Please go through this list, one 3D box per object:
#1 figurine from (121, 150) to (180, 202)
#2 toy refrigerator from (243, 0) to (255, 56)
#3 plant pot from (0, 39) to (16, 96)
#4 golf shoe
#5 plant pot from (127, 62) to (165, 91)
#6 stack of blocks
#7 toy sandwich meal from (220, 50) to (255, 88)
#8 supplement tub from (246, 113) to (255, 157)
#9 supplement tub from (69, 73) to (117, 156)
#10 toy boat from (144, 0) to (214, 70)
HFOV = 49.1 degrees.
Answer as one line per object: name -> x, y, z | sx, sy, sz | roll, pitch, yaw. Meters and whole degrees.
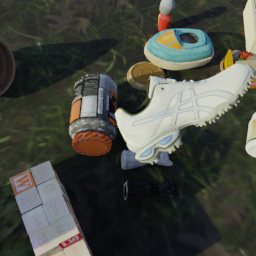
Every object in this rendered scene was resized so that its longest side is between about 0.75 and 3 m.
figurine -> 0.535, 1.099, 6.903 | 1.314, 0.580, 1.347 | 0, 56, -10
toy refrigerator -> 4.642, -3.566, 9.669 | 0.930, 0.857, 2.449 | 9, 57, 6
plant pot -> -4.596, -1.844, 8.180 | 1.645, 1.886, 1.886 | 14, 56, 29
golf shoe -> 0.696, -0.390, 3.575 | 1.886, 0.739, 0.917 | -36, 94, 0
plant pot -> 0.579, -1.692, 8.874 | 1.219, 0.168, 1.219 | 0, 57, -1
stack of blocks -> -1.275, 2.239, 5.471 | 0.814, 1.599, 2.778 | -24, 61, -15
toy sandwich meal -> 3.682, -1.917, 8.751 | 1.639, 0.561, 1.639 | 0, 59, 0
supplement tub -> 3.546, 0.165, 7.293 | 0.798, 0.798, 1.105 | 17, 58, 10
supplement tub -> -0.891, -0.355, 7.383 | 1.216, 1.216, 1.986 | 0, 58, 0
toy boat -> 1.497, -3.048, 9.087 | 2.215, 1.224, 2.635 | -9, 57, -9
